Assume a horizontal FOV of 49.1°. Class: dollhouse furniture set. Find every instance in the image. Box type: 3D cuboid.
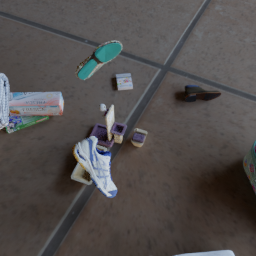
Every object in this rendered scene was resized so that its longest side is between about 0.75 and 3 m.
[{"bbox_3d":[-0.682,0.588,9.325,2.077,1.860,2.621,16,56,11],"label":"dollhouse furniture set"}]

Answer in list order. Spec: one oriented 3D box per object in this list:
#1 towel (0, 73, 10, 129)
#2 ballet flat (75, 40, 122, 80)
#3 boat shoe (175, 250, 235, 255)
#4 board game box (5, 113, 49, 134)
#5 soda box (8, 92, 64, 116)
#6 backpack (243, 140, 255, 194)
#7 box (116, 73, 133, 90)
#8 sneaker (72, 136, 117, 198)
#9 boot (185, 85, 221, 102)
[{"bbox_3d":[-5.477,-0.762,10.277,2.101,1.086,2.537,-29,53,21],"label":"towel"},{"bbox_3d":[-1.099,-2.481,9.856,1.976,0.747,0.631,-34,41,11],"label":"ballet flat"},{"bbox_3d":[1.791,3.966,7.505,2.541,0.938,0.868,-1,40,-12],"label":"boat shoe"},{"bbox_3d":[-4.101,-0.529,11.119,1.627,0.237,1.095,-22,57,-15],"label":"board game box"},{"bbox_3d":[-3.584,-0.935,10.861,2.075,0.660,0.709,-1,55,-2],"label":"soda box"},{"bbox_3d":[5.037,1.334,8.763,2.327,2.030,2.648,-11,47,-2],"label":"backpack"},{"bbox_3d":[-0.164,-2.025,12.228,0.651,0.172,0.836,-6,56,-4],"label":"box"},{"bbox_3d":[-0.767,1.175,8.329,0.896,2.033,0.765,-35,20,-5],"label":"sneaker"},{"bbox_3d":[3.071,-1.544,11.653,1.490,0.557,0.722,-6,57,-2],"label":"boot"}]
